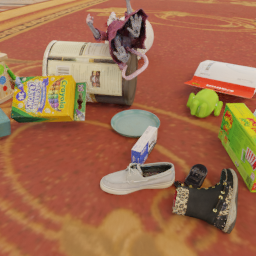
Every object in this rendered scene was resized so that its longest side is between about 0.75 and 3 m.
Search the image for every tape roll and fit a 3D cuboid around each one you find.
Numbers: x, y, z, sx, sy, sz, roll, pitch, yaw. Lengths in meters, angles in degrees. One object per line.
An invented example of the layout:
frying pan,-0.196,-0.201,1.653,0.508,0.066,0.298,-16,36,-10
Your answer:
tape roll,0.082,-4.315,13.541,2.059,2.059,1.413,12,36,17

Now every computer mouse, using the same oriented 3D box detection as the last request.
computer mouse,1.588,1.253,6.781,0.651,0.248,0.940,25,52,30

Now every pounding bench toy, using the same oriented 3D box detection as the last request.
pounding bench toy,-5.020,-2.074,10.357,1.438,1.805,2.314,15,36,22

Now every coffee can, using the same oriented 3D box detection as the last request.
coffee can,-1.210,-1.946,9.878,2.882,2.109,2.109,6,34,9

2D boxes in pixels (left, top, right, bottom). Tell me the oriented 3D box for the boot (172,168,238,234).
boot,1.702,1.383,6.143,1.260,0.602,1.668,14,39,10

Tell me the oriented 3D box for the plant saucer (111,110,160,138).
plant saucer,0.233,-0.121,8.858,1.543,0.211,1.543,0,33,0

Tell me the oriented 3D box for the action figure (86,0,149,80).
action figure,-0.117,-3.012,8.826,1.792,1.992,2.675,-31,30,0

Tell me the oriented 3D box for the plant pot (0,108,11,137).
plant pot,-3.863,-0.052,7.904,0.855,0.604,0.604,-27,60,-38

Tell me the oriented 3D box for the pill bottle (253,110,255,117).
pill bottle,4.568,0.260,7.173,1.430,1.430,2.553,-19,39,-27

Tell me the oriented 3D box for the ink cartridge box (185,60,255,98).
ink cartridge box,3.749,-1.962,10.721,2.384,0.704,2.978,18,25,25

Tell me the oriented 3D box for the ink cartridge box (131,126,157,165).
ink cartridge box,0.452,0.501,7.577,0.271,0.577,1.227,15,36,21

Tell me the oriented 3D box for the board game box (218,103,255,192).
board game box,3.054,0.406,7.187,0.542,1.156,2.276,-1,33,-4

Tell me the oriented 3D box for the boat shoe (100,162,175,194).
boat shoe,0.235,1.090,6.618,1.797,0.640,0.627,-5,34,-7

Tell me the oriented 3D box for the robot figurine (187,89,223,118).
robot figurine,2.580,-0.849,9.468,1.150,0.758,1.310,19,38,26

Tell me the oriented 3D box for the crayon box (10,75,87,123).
crayon box,-2.311,-0.863,8.278,2.060,0.531,1.295,-1,72,5
